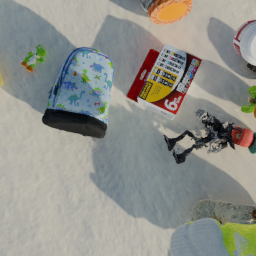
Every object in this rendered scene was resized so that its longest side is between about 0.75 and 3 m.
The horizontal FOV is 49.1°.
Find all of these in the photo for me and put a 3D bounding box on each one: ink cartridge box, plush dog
[{"bbox_3d":[1.108,-1.553,8.988,1.755,0.838,1.999,25,82,5],"label":"ink cartridge box"},{"bbox_3d":[3.183,3.305,7.429,2.873,2.305,2.468,6,80,0],"label":"plush dog"}]

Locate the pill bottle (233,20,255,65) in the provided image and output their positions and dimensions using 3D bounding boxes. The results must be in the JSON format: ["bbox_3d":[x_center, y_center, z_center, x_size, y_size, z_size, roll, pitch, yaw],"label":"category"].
[{"bbox_3d":[2.710,-1.758,5.759,0.866,1.533,0.866,5,113,11],"label":"pill bottle"}]

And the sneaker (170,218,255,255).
[{"bbox_3d":[2.371,2.441,5.538,2.988,1.570,1.132,-16,60,41],"label":"sneaker"}]

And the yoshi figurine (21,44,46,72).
[{"bbox_3d":[-3.084,-2.348,9.323,0.536,0.538,0.957,33,79,-11],"label":"yoshi figurine"}]

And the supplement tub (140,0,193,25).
[{"bbox_3d":[1.072,-5.028,9.107,1.775,1.775,2.898,-11,81,-2],"label":"supplement tub"}]

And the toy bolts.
[{"bbox_3d":[4.231,-0.086,8.389,1.393,1.918,2.008,19,99,-3],"label":"toy bolts"}]

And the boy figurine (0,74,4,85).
[{"bbox_3d":[-4.967,-2.022,9.179,2.025,0.652,1.259,42,80,9],"label":"boy figurine"}]

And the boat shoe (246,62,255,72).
[{"bbox_3d":[4.196,-2.163,9.255,0.569,0.643,1.755,-13,79,11],"label":"boat shoe"}]

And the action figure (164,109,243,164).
[{"bbox_3d":[2.365,0.243,8.499,2.330,1.189,1.385,-23,61,-1],"label":"action figure"}]

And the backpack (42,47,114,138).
[{"bbox_3d":[-1.332,-1.188,8.553,2.024,1.908,2.481,17,65,-12],"label":"backpack"}]
